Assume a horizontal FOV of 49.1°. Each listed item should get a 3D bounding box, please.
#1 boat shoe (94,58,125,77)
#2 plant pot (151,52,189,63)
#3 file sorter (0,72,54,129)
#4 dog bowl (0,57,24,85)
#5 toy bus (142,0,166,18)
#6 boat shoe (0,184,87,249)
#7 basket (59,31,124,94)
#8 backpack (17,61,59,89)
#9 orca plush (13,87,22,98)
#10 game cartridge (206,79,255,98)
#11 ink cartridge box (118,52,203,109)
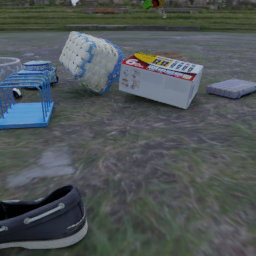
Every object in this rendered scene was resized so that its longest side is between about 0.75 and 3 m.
[{"bbox_3d":[-0.856,-2.832,12.790,0.948,0.877,2.567,14,26,31],"label":"boat shoe"},{"bbox_3d":[1.515,-2.410,11.364,2.616,1.207,2.616,-1,22,0],"label":"plant pot"},{"bbox_3d":[-2.778,-0.819,7.635,1.232,1.089,1.775,-3,22,-8],"label":"file sorter"},{"bbox_3d":[-5.849,-2.461,12.005,2.769,0.812,2.769,-1,23,0],"label":"dog bowl"},{"bbox_3d":[0.456,-2.218,4.306,0.424,0.774,0.820,-17,-7,38],"label":"toy bus"},{"bbox_3d":[-1.674,1.072,3.498,2.288,0.718,0.831,-2,22,-6],"label":"boat shoe"},{"bbox_3d":[-0.995,-2.295,10.319,2.670,1.857,2.354,12,22,-39],"label":"basket"},{"bbox_3d":[-3.576,-2.094,10.889,1.214,0.975,1.326,10,28,32],"label":"backpack"},{"bbox_3d":[-3.885,-1.188,9.566,0.313,0.464,0.881,-37,34,-7],"label":"orca plush"},{"bbox_3d":[3.858,-1.440,10.182,1.843,0.354,1.195,-18,32,-36],"label":"game cartridge"},{"bbox_3d":[1.154,-1.729,9.236,2.316,0.971,2.033,18,34,17],"label":"ink cartridge box"}]
